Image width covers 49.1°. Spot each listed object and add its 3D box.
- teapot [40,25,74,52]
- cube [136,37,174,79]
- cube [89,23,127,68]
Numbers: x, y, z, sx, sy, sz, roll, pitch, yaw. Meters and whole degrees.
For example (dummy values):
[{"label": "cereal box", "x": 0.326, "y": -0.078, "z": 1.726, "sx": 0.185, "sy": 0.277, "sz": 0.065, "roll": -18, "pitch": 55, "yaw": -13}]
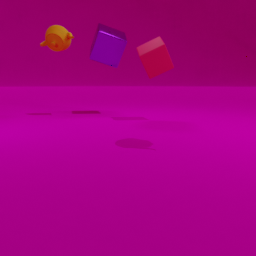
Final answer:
[{"label": "teapot", "x": -2.686, "y": -3.394, "z": 10.750, "sx": 1.616, "sy": 1.005, "sz": 0.791, "roll": -8, "pitch": 39, "yaw": 21}, {"label": "cube", "x": 0.930, "y": -2.444, "z": 9.718, "sx": 0.921, "sy": 0.921, "sz": 0.921, "roll": -24, "pitch": 33, "yaw": 10}, {"label": "cube", "x": -0.837, "y": -3.426, "z": 11.641, "sx": 1.213, "sy": 1.213, "sz": 1.213, "roll": 16, "pitch": 32, "yaw": -16}]
